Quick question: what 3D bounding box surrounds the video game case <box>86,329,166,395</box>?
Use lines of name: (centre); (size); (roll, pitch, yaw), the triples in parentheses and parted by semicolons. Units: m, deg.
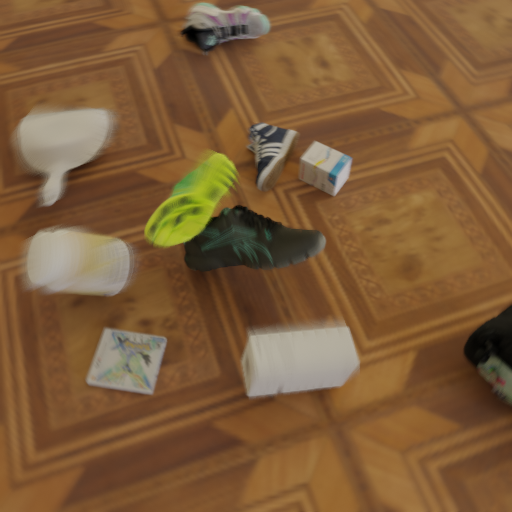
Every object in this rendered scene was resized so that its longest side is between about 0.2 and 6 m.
video game case: (-2.264, 1.837, 9.838); (1.149, 0.126, 1.048); (8, 57, 5)

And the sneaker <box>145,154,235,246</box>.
sneaker: (-1.186, -0.932, 10.112); (0.809, 0.913, 2.185); (48, 59, -14)

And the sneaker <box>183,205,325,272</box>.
sneaker: (-0.144, -0.346, 10.175); (2.784, 1.103, 1.050); (-3, 13, 20)

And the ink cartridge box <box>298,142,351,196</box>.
ink cartridge box: (1.461, -1.869, 12.001); (0.898, 0.659, 0.656); (29, 61, 17)

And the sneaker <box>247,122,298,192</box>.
sneaker: (0.125, -2.201, 12.202); (1.038, 0.671, 1.914); (23, 52, 9)

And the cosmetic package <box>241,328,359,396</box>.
cosmetic package: (0.686, 1.727, 9.149); (1.706, 0.963, 0.692); (-3, 55, -12)

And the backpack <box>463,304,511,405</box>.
backpack: (4.809, 1.857, 8.978); (1.986, 1.506, 2.379); (-36, 59, -9)

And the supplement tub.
supplement tub: (-3.160, 0.123, 9.983); (1.505, 1.087, 1.087); (10, 46, -41)

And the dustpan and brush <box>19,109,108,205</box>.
dustpan and brush: (-4.252, -2.135, 11.977); (1.972, 0.809, 2.826); (-6, 38, -1)

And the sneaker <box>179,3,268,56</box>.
sneaker: (-0.920, -5.741, 14.554); (2.241, 0.871, 1.567); (13, 58, 19)
